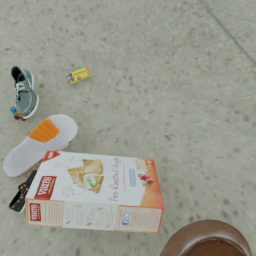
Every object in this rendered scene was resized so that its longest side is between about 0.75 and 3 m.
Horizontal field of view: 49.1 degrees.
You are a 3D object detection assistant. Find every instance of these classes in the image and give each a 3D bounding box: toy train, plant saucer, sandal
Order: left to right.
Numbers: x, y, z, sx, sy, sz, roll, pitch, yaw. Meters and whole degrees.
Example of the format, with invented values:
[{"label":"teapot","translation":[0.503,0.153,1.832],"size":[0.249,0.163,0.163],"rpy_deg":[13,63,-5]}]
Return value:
[{"label":"toy train","translation":[-3.265,-0.445,8.707],"size":[0.784,0.454,0.332],"rpy_deg":[12,64,18]},{"label":"sandal","translation":[-2.513,0.511,8.204],"size":[2.517,0.721,0.964],"rpy_deg":[-35,76,7]},{"label":"plant saucer","translation":[1.758,3.166,6.060],"size":[2.304,0.397,2.304],"rpy_deg":[0,90,-9]}]

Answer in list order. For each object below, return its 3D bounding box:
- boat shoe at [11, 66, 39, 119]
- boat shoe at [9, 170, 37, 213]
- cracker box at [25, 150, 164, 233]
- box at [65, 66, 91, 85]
[{"label":"boat shoe","translation":[-3.214,-1.124,8.440],"size":[0.757,0.642,2.079],"rpy_deg":[-31,49,11]},{"label":"boat shoe","translation":[-2.781,1.676,7.582],"size":[0.378,0.442,1.208],"rpy_deg":[33,78,-30]},{"label":"cracker box","translation":[-0.744,1.478,6.875],"size":[2.955,0.852,1.979],"rpy_deg":[4,25,-5]},{"label":"box","translation":[-1.668,-1.769,9.444],"size":[0.820,0.205,0.309],"rpy_deg":[-24,86,-9]}]
